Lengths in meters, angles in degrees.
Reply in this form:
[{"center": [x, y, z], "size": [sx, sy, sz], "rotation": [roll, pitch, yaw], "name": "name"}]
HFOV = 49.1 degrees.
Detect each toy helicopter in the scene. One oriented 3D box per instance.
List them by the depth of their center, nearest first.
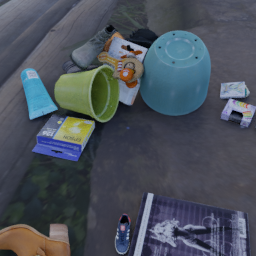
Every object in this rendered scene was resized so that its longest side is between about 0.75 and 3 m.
[{"center": [-0.284, -2.554, 10.909], "size": [2.067, 0.815, 1.367], "rotation": [30, 86, 24], "name": "toy helicopter"}]

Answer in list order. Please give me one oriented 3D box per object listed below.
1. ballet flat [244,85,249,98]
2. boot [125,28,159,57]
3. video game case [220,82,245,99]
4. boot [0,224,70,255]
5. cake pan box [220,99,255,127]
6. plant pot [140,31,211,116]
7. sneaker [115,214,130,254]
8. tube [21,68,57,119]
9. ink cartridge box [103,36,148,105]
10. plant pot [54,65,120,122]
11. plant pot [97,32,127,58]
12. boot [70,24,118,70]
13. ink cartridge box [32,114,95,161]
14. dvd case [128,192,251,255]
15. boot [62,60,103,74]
[{"center": [5.174, -1.621, 12.309], "size": [0.326, 0.326, 0.939], "rotation": [3, 42, 3], "name": "ballet flat"}, {"center": [1.056, -4.660, 15.254], "size": [2.377, 0.879, 1.948], "rotation": [22, 43, 22], "name": "boot"}, {"center": [4.580, -1.664, 12.272], "size": [0.988, 0.119, 1.084], "rotation": [-1, 40, 23], "name": "video game case"}, {"center": [-2.407, 3.206, 6.800], "size": [1.973, 0.757, 1.532], "rotation": [1, 44, -11], "name": "boot"}, {"center": [4.399, -0.605, 11.175], "size": [1.111, 0.316, 1.206], "rotation": [21, 47, 25], "name": "cake pan box"}, {"center": [1.882, -2.315, 10.954], "size": [2.884, 2.315, 2.884], "rotation": [-1, 61, 2], "name": "plant pot"}, {"center": [-0.140, 2.759, 7.401], "size": [0.386, 0.435, 1.029], "rotation": [2, 43, 2], "name": "sneaker"}, {"center": [-3.910, -1.493, 11.909], "size": [1.115, 0.726, 2.879], "rotation": [-26, 50, -9], "name": "tube"}, {"center": [-0.224, -2.396, 11.730], "size": [1.902, 2.345, 0.588], "rotation": [31, 14, 31], "name": "ink cartridge box"}, {"center": [-1.682, -1.386, 10.934], "size": [1.959, 2.131, 2.131], "rotation": [8, 42, 26], "name": "plant pot"}, {"center": [-0.705, -3.625, 12.787], "size": [1.526, 1.526, 1.068], "rotation": [-14, 28, -15], "name": "plant pot"}, {"center": [-1.308, -3.353, 11.102], "size": [0.843, 1.626, 2.489], "rotation": [42, 32, -13], "name": "boot"}, {"center": [-2.311, 0.277, 10.155], "size": [1.748, 0.416, 1.768], "rotation": [10, 42, 11], "name": "ink cartridge box"}, {"center": [1.638, 2.925, 7.363], "size": [2.973, 0.237, 2.211], "rotation": [9, 43, 10], "name": "dvd case"}, {"center": [-1.653, -2.845, 13.179], "size": [2.754, 0.961, 1.813], "rotation": [-8, 40, -13], "name": "boot"}]
